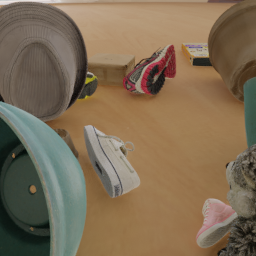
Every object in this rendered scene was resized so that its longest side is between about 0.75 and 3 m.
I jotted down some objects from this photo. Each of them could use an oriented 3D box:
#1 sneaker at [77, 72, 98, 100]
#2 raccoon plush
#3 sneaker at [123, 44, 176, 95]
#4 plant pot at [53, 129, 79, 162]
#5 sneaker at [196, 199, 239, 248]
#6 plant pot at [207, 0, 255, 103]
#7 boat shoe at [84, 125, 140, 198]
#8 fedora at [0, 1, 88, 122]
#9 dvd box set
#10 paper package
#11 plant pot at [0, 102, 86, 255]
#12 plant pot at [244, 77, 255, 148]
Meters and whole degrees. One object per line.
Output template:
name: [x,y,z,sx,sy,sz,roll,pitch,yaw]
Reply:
sneaker: [-2.422,-1.301,8.469,2.881,1.073,1.219,-7,30,-28]
raccoon plush: [2.235,1.226,3.050,2.753,1.845,1.332,24,37,36]
sneaker: [0.869,-2.067,9.527,1.064,1.149,2.849,6,32,32]
plant pot: [-1.409,0.410,5.728,0.785,0.681,0.785,1,28,0]
sneaker: [1.242,1.404,4.249,0.994,0.374,0.520,-14,36,-37]
plant pot: [3.880,-2.100,8.583,2.827,2.827,2.453,6,47,11]
boat shoe: [-0.279,0.507,5.523,0.817,0.708,1.916,-12,34,-21]
fedora: [-2.104,-1.276,6.451,2.558,2.893,1.306,3,28,-22]
dvd box set: [3.672,-3.404,12.829,2.026,0.407,2.769,0,29,-1]
paper package: [-0.631,-2.152,10.170,1.572,0.813,1.499,6,30,13]
plant pot: [-1.550,0.895,3.409,2.576,2.576,1.726,10,3,18]
plant pot: [3.063,0.119,4.785,2.131,1.710,2.131,6,-4,0]
